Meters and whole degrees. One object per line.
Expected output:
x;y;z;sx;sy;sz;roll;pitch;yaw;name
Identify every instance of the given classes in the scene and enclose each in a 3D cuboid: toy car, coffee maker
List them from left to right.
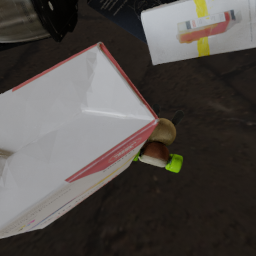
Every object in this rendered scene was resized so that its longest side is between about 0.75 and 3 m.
-2.488;-2.384;5.767;2.614;1.761;2.511;-9;15;14;coffee maker
0.492;0.122;4.321;0.774;0.743;0.942;16;85;2;toy car

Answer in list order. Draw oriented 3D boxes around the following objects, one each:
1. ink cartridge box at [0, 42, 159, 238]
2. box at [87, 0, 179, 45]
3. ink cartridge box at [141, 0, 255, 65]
-0.693;0.376;3.132;1.484;2.547;0.860;-33;80;-14;ink cartridge box
0.362;-3.447;7.153;2.257;1.675;1.208;24;48;-31;box
1.309;-1.537;3.945;1.849;0.771;1.342;-3;25;28;ink cartridge box
